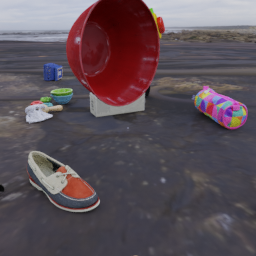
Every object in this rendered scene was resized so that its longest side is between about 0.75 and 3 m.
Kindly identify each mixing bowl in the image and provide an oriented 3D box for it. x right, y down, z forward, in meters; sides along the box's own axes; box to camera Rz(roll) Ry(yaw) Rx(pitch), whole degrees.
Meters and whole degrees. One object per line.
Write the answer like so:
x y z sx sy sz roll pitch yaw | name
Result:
-0.386 -1.335 4.855 0.978 1.805 1.805 17 26 41 | mixing bowl

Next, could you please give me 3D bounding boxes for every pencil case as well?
2.790 -0.664 8.685 0.898 0.898 2.032 -5 23 -13 | pencil case

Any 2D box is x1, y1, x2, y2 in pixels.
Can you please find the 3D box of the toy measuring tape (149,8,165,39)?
0.716 -2.765 8.486 0.884 0.884 2.403 1 51 2 | toy measuring tape

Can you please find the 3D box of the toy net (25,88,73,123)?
-2.933 -0.850 9.683 1.409 0.519 2.687 4 21 9 | toy net

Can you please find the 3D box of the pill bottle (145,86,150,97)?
0.314 -1.653 11.674 1.102 0.616 0.616 11 23 25 | pill bottle

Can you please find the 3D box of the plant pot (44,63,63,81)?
-3.944 -2.947 14.880 0.763 0.849 0.849 10 22 9 | plant pot

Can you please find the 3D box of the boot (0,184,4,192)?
-2.833 1.129 4.450 0.994 0.557 1.437 10 23 13 | boot

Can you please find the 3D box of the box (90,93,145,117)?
-0.347 -0.893 9.508 1.805 0.741 0.617 -8 22 -24 | box

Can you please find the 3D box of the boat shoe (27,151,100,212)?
-1.204 0.908 4.956 1.762 0.551 0.627 19 26 38 | boat shoe
